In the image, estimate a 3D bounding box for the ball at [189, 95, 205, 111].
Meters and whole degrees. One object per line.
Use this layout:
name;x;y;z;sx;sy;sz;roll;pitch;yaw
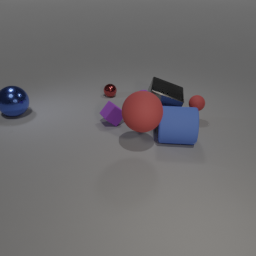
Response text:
ball;2.984;-1.075;12.137;0.700;0.700;0.700;0;29;0

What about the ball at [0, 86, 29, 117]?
ball;-5.197;-1.206;12.652;1.400;1.400;1.400;0;29;0

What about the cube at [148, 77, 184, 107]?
cube;1.436;-1.086;11.857;1.400;1.400;1.400;20;34;-4

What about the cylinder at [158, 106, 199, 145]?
cylinder;1.874;-0.106;10.592;1.400;1.400;1.400;3;29;5

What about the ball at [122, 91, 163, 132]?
ball;0.482;-0.549;9.442;1.400;1.400;1.400;0;29;0

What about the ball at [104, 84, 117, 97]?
ball;-0.945;-1.992;14.831;0.700;0.700;0.700;0;29;0

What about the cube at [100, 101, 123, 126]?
cube;-0.658;-0.620;12.014;0.700;0.700;0.700;33;7;-37
